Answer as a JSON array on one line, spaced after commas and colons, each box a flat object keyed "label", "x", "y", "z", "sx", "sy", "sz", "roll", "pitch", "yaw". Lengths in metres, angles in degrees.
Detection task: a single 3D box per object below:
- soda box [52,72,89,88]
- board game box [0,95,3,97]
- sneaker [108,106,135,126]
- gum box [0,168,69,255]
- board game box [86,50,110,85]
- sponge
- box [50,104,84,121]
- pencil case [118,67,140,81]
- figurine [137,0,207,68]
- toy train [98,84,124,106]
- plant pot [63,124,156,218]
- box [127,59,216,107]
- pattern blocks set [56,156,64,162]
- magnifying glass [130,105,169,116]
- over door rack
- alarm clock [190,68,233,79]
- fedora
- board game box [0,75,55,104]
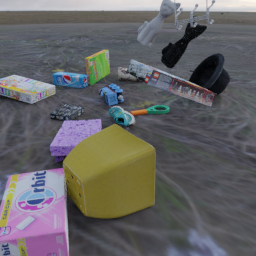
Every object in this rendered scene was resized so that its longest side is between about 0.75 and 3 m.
[{"label": "soda box", "x": -2.592, "y": -2.170, "z": 12.629, "sx": 1.577, "sy": 0.506, "sz": 0.535, "roll": 10, "pitch": 27, "yaw": 22}, {"label": "board game box", "x": -5.543, "y": -1.302, "z": 11.113, "sx": 0.801, "sy": 0.204, "sz": 1.184, "roll": 7, "pitch": 26, "yaw": 14}, {"label": "sneaker", "x": -0.277, "y": -0.370, "z": 8.891, "sx": 0.453, "sy": 0.440, "sz": 1.136, "roll": -29, "pitch": 37, "yaw": -32}, {"label": "gum box", "x": -1.578, "y": 1.410, "z": 4.811, "sx": 1.021, "sy": 0.595, "sz": 1.799, "roll": -5, "pitch": 25, "yaw": -11}, {"label": "board game box", "x": -1.444, "y": -2.944, "z": 13.455, "sx": 0.378, "sy": 1.205, "sz": 2.523, "roll": 4, "pitch": 25, "yaw": 13}, {"label": "sponge", "x": -1.311, "y": 0.206, "z": 7.505, "sx": 1.119, "sy": 0.299, "sz": 2.007, "roll": -2, "pitch": 19, "yaw": -2}, {"label": "box", "x": -2.026, "y": -0.517, "z": 9.424, "sx": 0.759, "sy": 0.206, "sz": 0.947, "roll": 9, "pitch": 26, "yaw": 18}, {"label": "pencil case", "x": 0.172, "y": -2.588, "z": 13.366, "sx": 1.437, "sy": 0.643, "sz": 0.559, "roll": 6, "pitch": -12, "yaw": 14}, {"label": "figurine", "x": 1.330, "y": -3.066, "z": 8.847, "sx": 1.711, "sy": 1.669, "sz": 0.737, "roll": 40, "pitch": 37, "yaw": -4}, {"label": "toy train", "x": -0.660, "y": -1.303, "z": 10.739, "sx": 0.746, "sy": 0.566, "sz": 1.305, "roll": -16, "pitch": 29, "yaw": -18}, {"label": "plant pot", "x": -0.415, "y": 0.878, "z": 5.174, "sx": 1.337, "sy": 1.298, "sz": 1.307, "roll": -20, "pitch": 31, "yaw": -32}, {"label": "box", "x": 0.817, "y": -0.865, "z": 5.380, "sx": 1.475, "sy": 0.294, "sz": 1.010, "roll": 15, "pitch": 16, "yaw": -27}, {"label": "pattern blocks set", "x": -0.991, "y": 0.701, "z": 6.898, "sx": 1.542, "sy": 0.125, "sz": 1.355, "roll": -9, "pitch": 26, "yaw": -19}, {"label": "magnifying glass", "x": 0.765, "y": -0.599, "z": 9.675, "sx": 1.439, "sy": 0.161, "sz": 0.573, "roll": -11, "pitch": 27, "yaw": -21}, {"label": "over door rack", "x": 0.891, "y": -1.798, "z": 3.876, "sx": 0.564, "sy": 0.764, "sz": 0.254, "roll": 6, "pitch": 26, "yaw": 42}, {"label": "alarm clock", "x": 3.722, "y": -2.274, "z": 12.439, "sx": 1.810, "sy": 0.602, "sz": 1.221, "roll": 10, "pitch": 4, "yaw": 27}, {"label": "fedora", "x": 3.320, "y": -1.911, "z": 11.184, "sx": 0.998, "sy": 2.184, "sz": 2.184, "roll": 31, "pitch": 21, "yaw": -14}, {"label": "board game box", "x": -4.252, "y": -1.597, "z": 11.265, "sx": 2.155, "sy": 0.369, "sz": 1.449, "roll": 16, "pitch": 28, "yaw": 18}]
